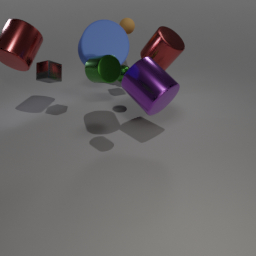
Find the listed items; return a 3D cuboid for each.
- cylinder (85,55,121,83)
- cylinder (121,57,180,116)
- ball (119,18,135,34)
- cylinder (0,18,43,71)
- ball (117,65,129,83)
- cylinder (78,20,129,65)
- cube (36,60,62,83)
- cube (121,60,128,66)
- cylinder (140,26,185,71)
[{"bbox_3d":[-0.649,-1.512,7.217,0.700,0.700,0.700,-21,20,-33],"label":"cylinder"},{"bbox_3d":[0.735,-1.366,9.240,1.400,1.400,1.400,-28,68,-40],"label":"cylinder"},{"bbox_3d":[-0.046,-4.548,12.501,0.700,0.700,0.700,0,30,0],"label":"ball"},{"bbox_3d":[-4.122,-3.096,10.547,1.400,1.400,1.400,12,71,20],"label":"cylinder"},{"bbox_3d":[-0.189,-2.133,11.063,0.700,0.700,0.700,0,30,0],"label":"ball"},{"bbox_3d":[-0.789,-2.453,8.577,1.400,1.400,1.400,-7,11,-12],"label":"cylinder"},{"bbox_3d":[-3.059,-2.165,10.867,0.700,0.700,0.700,-1,-2,32],"label":"cube"},{"bbox_3d":[-0.430,-2.954,13.155,0.700,0.700,0.700,-20,35,-5],"label":"cube"},{"bbox_3d":[1.468,-3.350,12.013,1.400,1.400,1.400,20,48,-24],"label":"cylinder"}]
